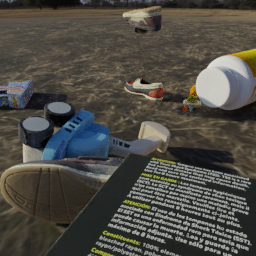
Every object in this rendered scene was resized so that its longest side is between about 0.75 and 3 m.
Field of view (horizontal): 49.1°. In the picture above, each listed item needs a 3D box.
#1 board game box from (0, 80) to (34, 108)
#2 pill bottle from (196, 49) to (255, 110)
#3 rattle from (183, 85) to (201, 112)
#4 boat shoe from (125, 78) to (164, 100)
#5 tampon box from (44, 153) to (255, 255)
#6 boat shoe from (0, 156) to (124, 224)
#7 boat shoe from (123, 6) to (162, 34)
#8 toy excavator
[{"bbox_3d":[-3.844,-1.066,9.095,1.563,0.482,1.562,-9,27,-18],"label":"board game box"},{"bbox_3d":[3.505,-1.520,8.716,2.964,1.619,1.619,-19,32,-35],"label":"pill bottle"},{"bbox_3d":[1.972,-0.891,8.636,0.568,0.623,0.872,37,34,23],"label":"rattle"},{"bbox_3d":[0.543,-1.455,9.817,0.645,0.567,1.811,-20,31,-33],"label":"boat shoe"},{"bbox_3d":[0.217,1.612,1.976,1.517,1.801,2.404,11,28,21],"label":"tampon box"},{"bbox_3d":[-0.605,0.914,4.546,2.678,0.963,0.868,2,19,-1],"label":"boat shoe"},{"bbox_3d":[0.325,-2.549,6.722,0.621,0.560,1.728,-14,21,-17],"label":"boat shoe"},{"bbox_3d":[-0.547,0.375,5.595,2.462,1.230,2.394,19,31,10],"label":"toy excavator"}]
